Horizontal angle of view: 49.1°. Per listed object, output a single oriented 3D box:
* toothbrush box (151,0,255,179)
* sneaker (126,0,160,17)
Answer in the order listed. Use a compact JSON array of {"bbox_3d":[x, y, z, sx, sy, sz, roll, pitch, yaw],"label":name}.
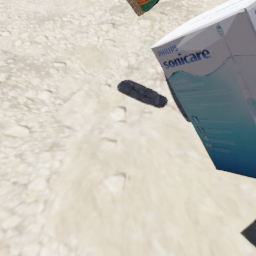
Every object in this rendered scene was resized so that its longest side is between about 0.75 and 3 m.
[{"bbox_3d":[1.679,-0.493,3.945,1.046,2.452,1.795,-39,17,-20],"label":"toothbrush box"},{"bbox_3d":[0.312,-3.678,7.227,0.948,2.372,0.847,-27,89,16],"label":"sneaker"}]
